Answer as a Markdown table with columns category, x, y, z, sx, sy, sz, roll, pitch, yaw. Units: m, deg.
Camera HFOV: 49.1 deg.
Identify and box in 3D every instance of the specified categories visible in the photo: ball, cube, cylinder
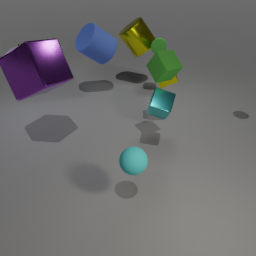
| category | x | y | z | sx | sy | sz | roll | pitch | yaw |
| --- | --- | --- | --- | --- | --- | --- | --- | --- | --- |
| ball | 0.131 | 0.807 | 6.874 | 0.700 | 0.700 | 0.700 | 0 | 31 | 0 |
| cube | 1.066 | -0.782 | 9.131 | 0.700 | 0.700 | 0.700 | 19 | 71 | 0 |
| cube | -2.856 | -1.836 | 8.810 | 1.400 | 1.400 | 1.400 | -17 | 11 | 31 |
| cube | 1.384 | -2.016 | 10.324 | 0.700 | 0.700 | 0.700 | -20 | 34 | 18 |
| cylinder | -1.468 | -3.880 | 12.954 | 1.400 | 1.400 | 1.400 | 23 | 11 | -43 |
| cube | 1.133 | -1.925 | 8.727 | 0.700 | 0.700 | 0.700 | -17 | 74 | -33 |
| cylinder | 1.437 | -3.817 | 13.030 | 0.700 | 0.700 | 0.700 | 4 | 20 | 7 |
| cylinder | 0.493 | -4.568 | 14.115 | 1.400 | 1.400 | 1.400 | -33 | 26 | 18 |
